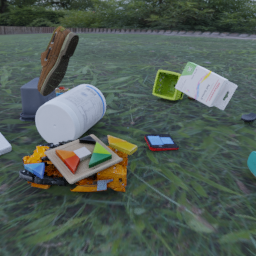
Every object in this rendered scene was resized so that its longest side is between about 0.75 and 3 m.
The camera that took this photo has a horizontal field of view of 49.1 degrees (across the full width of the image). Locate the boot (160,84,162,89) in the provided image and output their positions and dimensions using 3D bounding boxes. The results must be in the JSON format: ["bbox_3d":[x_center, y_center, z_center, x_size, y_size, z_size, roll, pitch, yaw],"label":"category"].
[{"bbox_3d":[2.559,-2.480,16.271,1.230,0.559,1.463,3,18,16],"label":"boot"}]

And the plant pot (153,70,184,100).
[{"bbox_3d":[2.261,-2.200,14.609,1.364,1.371,1.244,20,14,33],"label":"plant pot"}]

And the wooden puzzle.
[{"bbox_3d":[-1.201,0.709,7.548,1.816,0.315,2.692,26,39,38],"label":"wooden puzzle"}]

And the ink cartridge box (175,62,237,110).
[{"bbox_3d":[2.484,-1.322,8.942,1.661,0.973,0.559,32,20,21],"label":"ink cartridge box"}]

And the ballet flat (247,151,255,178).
[{"bbox_3d":[3.977,1.459,7.231,0.923,0.997,2.828,15,29,-1],"label":"ballet flat"}]

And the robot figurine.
[{"bbox_3d":[-1.512,1.111,8.012,2.984,0.869,2.164,2,24,2],"label":"robot figurine"}]

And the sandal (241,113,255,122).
[{"bbox_3d":[5.297,-0.401,12.143,0.499,0.281,1.311,30,28,37],"label":"sandal"}]

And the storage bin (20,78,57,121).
[{"bbox_3d":[-3.936,-1.383,12.785,1.600,1.476,2.198,2,25,5],"label":"storage bin"}]

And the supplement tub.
[{"bbox_3d":[-2.075,-0.569,10.702,1.707,1.707,2.587,9,27,19],"label":"supplement tub"}]

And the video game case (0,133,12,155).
[{"bbox_3d":[-5.728,0.400,9.218,2.455,0.320,2.697,41,43,24],"label":"video game case"}]

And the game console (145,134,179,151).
[{"bbox_3d":[1.194,0.490,10.211,1.035,0.182,1.171,-4,25,-8],"label":"game console"}]

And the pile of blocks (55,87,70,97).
[{"bbox_3d":[-3.479,-1.983,15.295,1.535,0.477,0.630,3,25,8],"label":"pile of blocks"}]

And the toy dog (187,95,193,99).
[{"bbox_3d":[3.602,-1.910,14.899,1.027,0.716,0.995,-15,18,-28],"label":"toy dog"}]

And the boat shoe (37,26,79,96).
[{"bbox_3d":[-2.737,-2.446,10.305,0.868,2.555,0.919,31,7,9],"label":"boat shoe"}]
